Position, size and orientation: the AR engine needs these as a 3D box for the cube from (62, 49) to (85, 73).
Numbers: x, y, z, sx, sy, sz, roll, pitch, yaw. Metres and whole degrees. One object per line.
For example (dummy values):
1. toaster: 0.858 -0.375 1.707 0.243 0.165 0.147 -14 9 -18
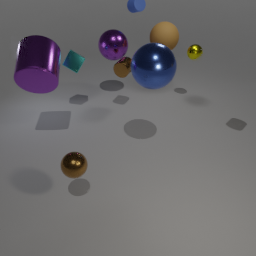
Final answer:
1. cube: -2.274 -2.812 11.769 0.700 0.700 0.700 29 12 -18

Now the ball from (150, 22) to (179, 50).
1. ball: 1.734 -4.343 13.396 1.400 1.400 1.400 0 32 0

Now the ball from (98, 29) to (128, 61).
1. ball: -0.685 -3.862 13.051 1.400 1.400 1.400 0 32 0

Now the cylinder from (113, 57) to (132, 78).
1. cylinder: -0.171 -2.610 12.014 0.700 0.700 0.700 13 39 20

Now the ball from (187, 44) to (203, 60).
1. ball: 3.006 -3.403 12.590 0.700 0.700 0.700 0 32 0

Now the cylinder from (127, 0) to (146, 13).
1. cylinder: 0.418 -6.234 14.170 0.700 0.700 0.700 -19 23 -28

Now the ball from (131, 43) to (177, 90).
1. ball: 0.781 -1.881 8.558 1.400 1.400 1.400 0 32 0

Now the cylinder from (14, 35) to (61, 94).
1. cylinder: -3.005 -2.105 9.395 1.400 1.400 1.400 -2 62 -3

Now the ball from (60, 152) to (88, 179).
1. ball: -1.408 0.967 7.328 0.700 0.700 0.700 0 32 0
